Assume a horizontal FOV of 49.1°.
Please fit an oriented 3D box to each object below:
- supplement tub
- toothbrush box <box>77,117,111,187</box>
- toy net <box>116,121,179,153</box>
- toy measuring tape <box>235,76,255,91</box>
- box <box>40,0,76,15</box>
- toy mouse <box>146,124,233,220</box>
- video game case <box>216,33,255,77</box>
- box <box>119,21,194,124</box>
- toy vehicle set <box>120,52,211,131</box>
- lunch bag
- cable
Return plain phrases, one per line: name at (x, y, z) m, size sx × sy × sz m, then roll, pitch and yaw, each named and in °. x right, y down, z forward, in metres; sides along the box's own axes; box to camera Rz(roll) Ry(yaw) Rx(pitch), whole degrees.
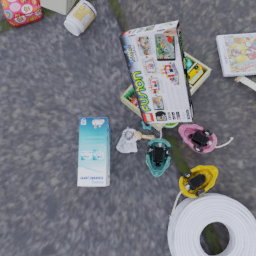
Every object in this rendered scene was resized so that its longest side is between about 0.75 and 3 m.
supplement tub at (-1.507, -3.456, 8.824) m, size 0.674 × 0.674 × 0.926 m, roll 35°, pitch 81°, yaw 6°
toothbrush box at (-0.889, 0.699, 7.706) m, size 0.764 × 1.311 × 1.791 m, roll -1°, pitch 80°, yaw 0°
toy net at (0.466, -0.073, 8.315) m, size 2.085 × 0.403 × 1.094 m, roll -34°, pitch 81°, yaw -6°
toy measuring tape at (4.198, -0.857, 8.451) m, size 0.806 × 0.806 × 2.192 m, roll -46°, pitch 60°, yaw -8°
box at (-1.606, -3.923, 6.615) m, size 0.749 × 2.192 × 0.900 m, roll 19°, pitch 55°, yaw -3°
toy mouse at (1.490, 0.695, 8.035) m, size 2.909 × 0.563 × 2.586 m, roll -35°, pitch 67°, yaw -12°
video game case at (3.655, -2.316, 8.767) m, size 1.564 × 0.179 × 1.423 m, roll -4°, pitch 72°, yaw -1°
box at (0.631, -1.007, 5.657) m, size 1.117 × 2.029 × 0.352 m, roll -2°, pitch 36°, yaw 22°
toy vehicle set at (1.122, -1.263, 8.347) m, size 1.506 × 0.321 × 2.424 m, roll 39°, pitch 77°, yaw 18°
lunch bag at (-3.389, -4.112, 8.977) m, size 1.314 × 0.611 × 1.492 m, roll -19°, pitch 80°, yaw -4°
cable at (2.289, 2.979, 7.503) m, size 2.417 × 0.837 × 2.417 m, roll 16°, pitch 80°, yaw 3°
